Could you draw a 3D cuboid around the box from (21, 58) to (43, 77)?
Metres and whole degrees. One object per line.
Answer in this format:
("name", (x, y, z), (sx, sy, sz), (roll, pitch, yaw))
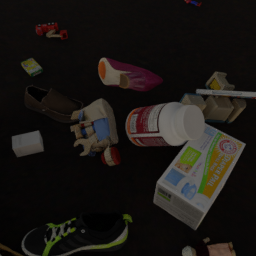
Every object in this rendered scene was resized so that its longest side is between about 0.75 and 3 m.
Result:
("box", (-3.615, -2.289, 10.477), (0.500, 0.206, 0.851), (-33, 61, -22))

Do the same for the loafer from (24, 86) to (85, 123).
("loafer", (-2.395, -0.796, 8.935), (2.215, 0.786, 0.809), (13, 53, 10))

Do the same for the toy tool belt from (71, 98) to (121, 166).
("toy tool belt", (-0.984, 0.233, 7.997), (1.272, 1.293, 2.070), (-18, 61, 13))

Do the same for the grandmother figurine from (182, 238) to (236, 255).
("grandmother figurine", (1.823, 2.862, 6.404), (1.155, 0.350, 0.701), (-2, 25, 2))

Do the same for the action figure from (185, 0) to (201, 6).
("action figure", (3.089, -6.084, 13.326), (0.798, 0.395, 0.260), (20, 54, 18))

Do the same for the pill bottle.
("pill bottle", (0.970, -0.077, 7.573), (2.037, 1.151, 1.151), (-4, 37, 50))

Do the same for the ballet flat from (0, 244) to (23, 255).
("ballet flat", (-2.219, 3.159, 5.804), (2.782, 0.877, 0.955), (17, 54, 13))

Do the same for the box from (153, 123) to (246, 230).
("box", (1.829, 1.159, 7.171), (1.290, 1.162, 2.293), (30, 58, 21))

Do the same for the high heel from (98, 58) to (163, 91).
("high heel", (-0.042, -1.808, 9.255), (1.264, 0.888, 2.636), (-6, 19, -28))

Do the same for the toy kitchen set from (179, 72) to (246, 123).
("toy kitchen set", (2.285, -0.871, 8.958), (2.220, 1.308, 1.779), (2, 49, -24))

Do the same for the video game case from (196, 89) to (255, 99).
("video game case", (2.964, -1.015, 8.362), (1.676, 1.198, 0.146), (7, 96, 21))

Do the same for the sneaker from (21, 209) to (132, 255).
("sneaker", (-1.154, 2.240, 6.328), (2.472, 1.024, 0.886), (-6, 35, -9))

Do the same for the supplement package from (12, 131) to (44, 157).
("supplement package", (-2.908, 0.465, 8.159), (0.775, 0.464, 0.470), (-13, 53, -10))

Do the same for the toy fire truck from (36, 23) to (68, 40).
("toy fire truck", (-3.218, -4.041, 11.768), (1.258, 0.307, 0.887), (-11, 53, -8))
